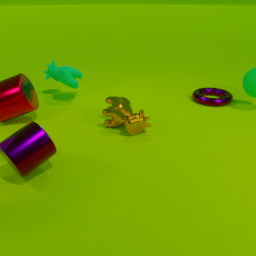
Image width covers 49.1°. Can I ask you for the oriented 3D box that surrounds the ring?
[{"bbox_3d":[3.242,-1.216,10.774,1.546,0.309,1.546,0,26,0],"label":"ring"}]

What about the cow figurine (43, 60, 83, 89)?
[{"bbox_3d":[-2.524,-2.073,10.714,1.513,0.844,1.537,22,-1,-8],"label":"cow figurine"}]

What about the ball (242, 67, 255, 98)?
[{"bbox_3d":[4.548,-1.579,9.699,1.089,1.089,1.089,0,26,0],"label":"ball"}]

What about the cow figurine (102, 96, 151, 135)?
[{"bbox_3d":[-0.027,-0.424,8.551,1.473,0.822,1.497,-2,41,9],"label":"cow figurine"}]

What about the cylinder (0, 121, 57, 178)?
[{"bbox_3d":[-2.241,0.474,6.251,0.927,0.927,0.927,25,54,40],"label":"cylinder"}]

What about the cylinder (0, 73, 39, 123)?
[{"bbox_3d":[-3.650,-0.938,8.809,1.226,1.226,1.226,-20,27,3],"label":"cylinder"}]
